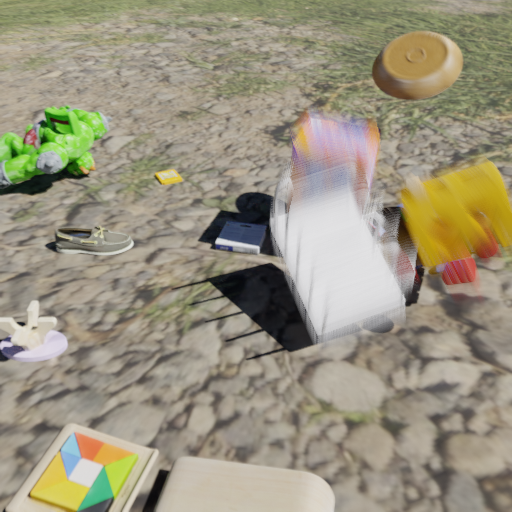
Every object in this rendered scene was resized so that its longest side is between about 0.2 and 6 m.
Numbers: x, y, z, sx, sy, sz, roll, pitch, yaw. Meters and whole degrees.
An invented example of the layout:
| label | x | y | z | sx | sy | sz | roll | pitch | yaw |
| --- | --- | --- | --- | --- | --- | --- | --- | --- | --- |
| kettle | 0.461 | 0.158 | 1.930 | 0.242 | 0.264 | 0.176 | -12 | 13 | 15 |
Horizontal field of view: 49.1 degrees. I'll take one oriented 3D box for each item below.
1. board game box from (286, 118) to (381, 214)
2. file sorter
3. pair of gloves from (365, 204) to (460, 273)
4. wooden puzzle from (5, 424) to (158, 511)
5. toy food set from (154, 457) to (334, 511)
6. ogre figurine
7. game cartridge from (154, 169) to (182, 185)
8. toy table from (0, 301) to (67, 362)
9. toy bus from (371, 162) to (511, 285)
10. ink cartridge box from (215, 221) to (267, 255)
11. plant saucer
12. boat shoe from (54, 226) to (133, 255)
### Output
| label | x | y | z | sx | sy | sz | roll | pitch | yaw |
| --- | --- | --- | --- | --- | --- | --- | --- | --- | --- |
| board game box | 1.460 | -1.606 | 10.562 | 1.408 | 1.407 | 1.407 | 12 | 34 | 12 |
| file sorter | 1.268 | -0.162 | 8.604 | 1.477 | 1.325 | 2.129 | -19 | 66 | -8 |
| pair of gloves | 3.399 | -0.417 | 11.628 | 1.848 | 0.262 | 2.298 | -13 | 37 | -21 |
| wooden puzzle | -2.131 | 2.753 | 6.957 | 1.449 | 0.270 | 1.340 | 10 | 36 | 14 |
| toy food set | -0.254 | 3.134 | 6.224 | 2.085 | 0.630 | 1.496 | 1 | 34 | 16 |
| ogre figurine | -5.066 | -2.784 | 13.854 | 2.088 | 1.709 | 3.483 | 4 | 21 | 27 |
| game cartridge | -2.197 | -1.969 | 14.023 | 0.530 | 0.097 | 0.601 | -16 | 36 | -22 |
| toy table | -3.584 | 1.233 | 8.893 | 1.032 | 0.605 | 0.949 | -7 | 35 | -8 |
| toy bus | 2.923 | -0.639 | 9.497 | 2.726 | 1.408 | 2.572 | -31 | 19 | -25 |
| ink cartridge box | -0.294 | -0.379 | 11.612 | 0.897 | 0.198 | 0.914 | 8 | 33 | 11 |
| plant saucer | 2.862 | -3.494 | 10.021 | 1.584 | 0.280 | 1.584 | -8 | 61 | 14 |
| boat shoe | -3.287 | -0.340 | 11.308 | 1.551 | 0.464 | 0.554 | 0 | 34 | -1 |
